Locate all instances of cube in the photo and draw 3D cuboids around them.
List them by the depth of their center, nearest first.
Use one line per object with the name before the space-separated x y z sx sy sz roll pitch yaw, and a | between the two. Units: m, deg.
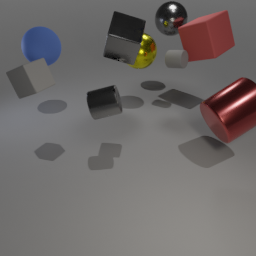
cube | -0.082 -1.897 5.965 0.700 0.700 0.700 14 63 -7
cube | -2.359 -1.212 6.844 0.700 0.700 0.700 -10 21 34
cube | 3.057 -3.544 10.903 1.400 1.400 1.400 -35 25 -30

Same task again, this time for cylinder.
cylinder | -0.551 -0.610 6.690 0.700 0.700 0.700 -13 29 7
cylinder | 3.029 -0.500 8.014 1.400 1.400 1.400 -32 34 -1
cylinder | 1.926 -2.722 11.076 0.700 0.700 0.700 11 30 36

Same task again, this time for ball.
ball | -3.155 -2.970 10.240 1.400 1.400 1.400 0 29 0
ball | 0.442 -3.023 10.984 1.400 1.400 1.400 0 29 0
ball | 1.853 -4.689 12.043 1.400 1.400 1.400 0 29 0
